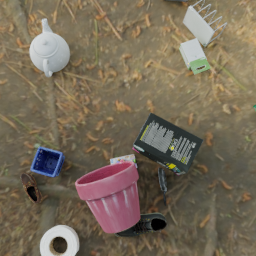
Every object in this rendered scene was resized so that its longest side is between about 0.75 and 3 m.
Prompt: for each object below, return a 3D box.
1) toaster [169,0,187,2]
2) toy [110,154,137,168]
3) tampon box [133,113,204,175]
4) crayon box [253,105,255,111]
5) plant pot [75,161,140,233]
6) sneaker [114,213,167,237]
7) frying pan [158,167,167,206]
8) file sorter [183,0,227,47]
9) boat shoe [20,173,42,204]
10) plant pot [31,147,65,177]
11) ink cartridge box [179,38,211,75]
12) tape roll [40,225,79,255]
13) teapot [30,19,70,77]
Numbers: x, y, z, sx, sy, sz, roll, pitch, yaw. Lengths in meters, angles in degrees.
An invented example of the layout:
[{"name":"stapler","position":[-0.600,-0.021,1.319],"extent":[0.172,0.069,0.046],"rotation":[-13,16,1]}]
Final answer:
[{"name":"toaster","position":[2.167,-6.821,12.200],"extent":[1.309,1.994,2.206],"rotation":[8,78,2]},{"name":"toy","position":[-0.183,1.432,11.328],"extent":[1.010,0.238,0.582],"rotation":[-12,78,-3]},{"name":"tampon box","position":[1.431,0.661,10.766],"extent":[2.192,1.643,1.384],"rotation":[28,79,6]},{"name":"crayon box","position":[6.083,-0.525,11.635],"extent":[0.920,0.451,1.549],"rotation":[-29,79,-6]},{"name":"plant pot","position":[-0.535,2.541,10.215],"extent":[2.266,2.266,2.028],"rotation":[-18,93,-4]},{"name":"sneaker","position":[0.430,3.602,10.418],"extent":[2.055,1.091,0.768],"rotation":[-14,78,-3]},{"name":"frying pan","position":[1.369,2.257,10.799],"extent":[0.246,0.915,1.513],"rotation":[-11,77,14]},{"name":"file sorter","position":[3.373,-4.618,12.214],"extent":[0.978,1.089,1.570],"rotation":[-35,80,-10]},{"name":"boat shoe","position":[-3.825,2.334,11.013],"extent":[0.486,0.486,1.381],"rotation":[-36,79,-5]},{"name":"plant pot","position":[-3.081,1.359,11.006],"extent":[0.996,0.895,0.995],"rotation":[16,79,3]},{"name":"ink cartridge box","position":[2.889,-3.042,12.178],"extent":[0.792,0.452,1.525],"rotation":[-20,79,-4]},{"name":"tape roll","position":[-2.559,4.410,10.557],"extent":[1.398,0.489,1.398],"rotation":[0,77,0]},{"name":"teapot","position":[-3.364,-3.266,11.781],"extent":[1.820,1.329,1.796],"rotation":[40,81,7]}]
